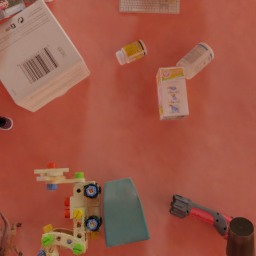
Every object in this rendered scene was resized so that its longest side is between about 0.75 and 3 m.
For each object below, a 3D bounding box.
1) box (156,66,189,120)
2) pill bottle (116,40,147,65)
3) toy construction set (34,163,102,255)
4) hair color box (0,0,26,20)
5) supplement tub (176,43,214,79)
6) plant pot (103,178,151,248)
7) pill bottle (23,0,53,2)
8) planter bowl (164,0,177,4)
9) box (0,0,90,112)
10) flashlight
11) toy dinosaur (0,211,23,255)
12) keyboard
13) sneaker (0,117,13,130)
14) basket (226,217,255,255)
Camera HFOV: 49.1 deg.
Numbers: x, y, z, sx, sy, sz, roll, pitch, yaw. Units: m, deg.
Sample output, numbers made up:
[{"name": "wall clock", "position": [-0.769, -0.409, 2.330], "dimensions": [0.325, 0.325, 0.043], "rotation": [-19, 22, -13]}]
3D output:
[{"name": "box", "position": [1.311, -1.016, 8.409], "dimensions": [0.740, 0.821, 1.460], "rotation": [-4, 84, 0]}, {"name": "pill bottle", "position": [0.096, -2.335, 8.712], "dimensions": [0.880, 0.503, 0.503], "rotation": [-26, 85, -3]}, {"name": "toy construction set", "position": [-1.720, 2.344, 7.890], "dimensions": [1.906, 1.339, 2.907], "rotation": [-3, 95, 0]}, {"name": "hair color box", "position": [-4.572, -3.256, 7.918], "dimensions": [2.875, 1.423, 0.872], "rotation": [-12, 121, 14]}, {"name": "supplement tub", "position": [2.063, -2.062, 8.605], "dimensions": [1.010, 0.667, 0.667], "rotation": [-41, 85, -4]}, {"name": "plant pot", "position": [-0.141, 2.313, 7.930], "dimensions": [1.181, 1.180, 1.671], "rotation": [-11, 76, -1]}, {"name": "pill bottle", "position": [-3.409, -4.486, 8.602], "dimensions": [2.057, 1.172, 1.172], "rotation": [-3, 84, -1]}, {"name": "planter bowl", "position": [1.250, -4.802, 8.159], "dimensions": [2.521, 2.521, 1.697], "rotation": [39, 105, 4]}, {"name": "box", "position": [-2.660, -2.023, 8.206], "dimensions": [2.202, 1.447, 2.214], "rotation": [-34, 85, -3]}, {"name": "flashlight", "position": [2.221, 2.625, 8.101], "dimensions": [2.043, 0.692, 0.694], "rotation": [20, 91, 1]}, {"name": "toy dinosaur", "position": [-3.464, 3.223, 7.806], "dimensions": [0.715, 1.129, 1.666], "rotation": [0, 84, 0]}, {"name": "keyboard", "position": [0.698, -4.017, 9.096], "dimensions": [1.956, 0.104, 0.551], "rotation": [2, 84, 0]}, {"name": "sneaker", "position": [-4.237, -0.212, 8.445], "dimensions": [1.331, 0.583, 0.504], "rotation": [0, 84, 0]}, {"name": "basket", "position": [2.177, 2.138, 5.401], "dimensions": [0.534, 0.708, 0.785], "rotation": [8, 128, 29]}]
